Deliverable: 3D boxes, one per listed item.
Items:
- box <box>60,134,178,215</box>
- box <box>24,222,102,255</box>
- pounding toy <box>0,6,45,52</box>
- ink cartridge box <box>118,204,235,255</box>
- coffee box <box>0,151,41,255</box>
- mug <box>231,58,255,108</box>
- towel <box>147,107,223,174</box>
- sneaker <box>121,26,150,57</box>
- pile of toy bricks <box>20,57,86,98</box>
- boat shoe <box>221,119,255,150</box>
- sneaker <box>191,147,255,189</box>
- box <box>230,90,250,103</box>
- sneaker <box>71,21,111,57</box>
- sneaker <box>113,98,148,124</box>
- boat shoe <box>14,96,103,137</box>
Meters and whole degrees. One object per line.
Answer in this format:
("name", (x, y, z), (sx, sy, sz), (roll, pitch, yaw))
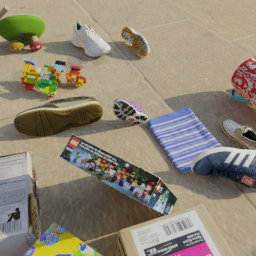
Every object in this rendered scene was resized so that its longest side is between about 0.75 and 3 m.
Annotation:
("box", (-0.015, 1.233, 6.555), (2.040, 2.987, 0.563), (25, 78, 23))
("box", (-1.320, 3.440, 5.379), (2.075, 1.314, 2.154), (25, 50, 24))
("pounding toy", (-5.177, -4.320, 13.277), (2.258, 1.357, 2.925), (-15, -2, 27))
("ink cartridge box", (1.094, 2.936, 6.251), (2.240, 0.841, 1.846), (-14, 45, -15))
("coffee box", (-2.783, 1.913, 6.959), (0.938, 1.328, 2.350), (-11, 44, -11))
("mug", (5.202, -1.408, 10.103), (2.106, 1.583, 2.373), (-18, 51, -22))
("towel", (1.931, 0.297, 9.377), (1.800, 0.296, 2.486), (-17, 47, -15))
("sneaker", (0.568, -4.215, 13.654), (0.926, 0.799, 2.112), (1, 45, -48))
("pile of toy bricks", (-3.050, -1.835, 11.077), (2.626, 1.457, 1.296), (9, 79, -4))
("boat shoe", (3.855, 0.198, 9.254), (0.650, 0.595, 1.740), (-24, 49, -23))
("sneaker", (3.129, 1.221, 7.928), (2.579, 0.967, 1.090), (-3, 40, -3))
("box", (4.508, -1.230, 11.001), (0.904, 0.222, 0.372), (15, 46, 15))
("sneaker", (-1.881, -4.270, 13.488), (2.649, 1.154, 0.987), (33, 53, 28))
("sneaker", (0.003, -0.630, 9.575), (0.663, 1.644, 0.686), (-36, 57, 19))
("boat shoe", (-2.385, -0.463, 9.735), (2.954, 1.081, 0.957), (-9, 34, -15))
